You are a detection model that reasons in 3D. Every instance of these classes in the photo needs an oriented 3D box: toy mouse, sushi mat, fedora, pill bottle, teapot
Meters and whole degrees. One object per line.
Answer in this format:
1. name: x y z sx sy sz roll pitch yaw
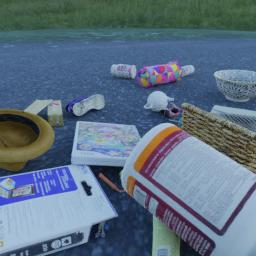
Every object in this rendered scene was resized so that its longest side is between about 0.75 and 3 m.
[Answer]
1. toy mouse: 1.912 -0.326 10.082 1.516 0.330 1.706 -20 50 -42
2. sushi mat: -3.741 -0.542 10.504 0.967 0.122 2.021 1 34 27
3. fedora: -3.260 0.400 7.734 2.496 1.018 2.496 11 30 -6
4. pill bottle: 3.570 -3.502 17.094 0.592 0.592 1.044 21 32 39
5. pill bottle: -0.271 -3.359 16.555 1.370 0.777 0.777 10 26 20
6. teapot: 1.221 -1.036 11.335 0.896 0.907 0.663 26 13 -17
7. pill bottle: 1.436 1.275 4.832 2.950 1.616 1.616 35 39 28

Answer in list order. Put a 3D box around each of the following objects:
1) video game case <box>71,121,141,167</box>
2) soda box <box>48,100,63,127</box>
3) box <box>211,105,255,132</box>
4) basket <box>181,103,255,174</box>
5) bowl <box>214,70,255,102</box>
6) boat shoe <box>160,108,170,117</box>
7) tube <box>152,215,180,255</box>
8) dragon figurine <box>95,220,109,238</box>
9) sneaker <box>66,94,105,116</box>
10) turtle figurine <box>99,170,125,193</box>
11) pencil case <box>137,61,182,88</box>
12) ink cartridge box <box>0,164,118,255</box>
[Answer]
1. video game case: -0.566 0.399 8.305 2.028 0.255 2.832 5 18 -9
2. soda box: -2.806 -0.582 10.790 0.526 0.497 1.553 -6 24 -13
3. box: 3.863 -0.028 9.028 2.377 0.977 0.813 10 26 23
4. basket: 2.668 0.289 7.387 1.663 1.735 2.329 -14 27 -28
5. bowl: 5.123 -1.880 12.901 2.361 1.108 2.361 -1 24 0
6. boat shoe: 1.556 -0.572 10.958 0.304 0.338 0.939 -20 20 -15
7. tube: 0.719 2.051 5.172 0.450 0.503 1.733 -33 13 19
8. dragon figurine: -0.495 1.915 5.617 0.229 0.388 0.780 2 5 7
9. sneaker: -1.799 -1.000 11.557 0.917 0.641 1.843 6 19 39
10. turtle figurine: 0.748 0.986 6.884 2.591 0.835 2.090 6 20 28
11. pencil case: 1.770 -2.946 15.273 2.630 1.162 1.162 -20 31 -36
12. ink cartridge box: -1.676 1.619 5.925 2.306 0.500 2.284 -10 26 -21
